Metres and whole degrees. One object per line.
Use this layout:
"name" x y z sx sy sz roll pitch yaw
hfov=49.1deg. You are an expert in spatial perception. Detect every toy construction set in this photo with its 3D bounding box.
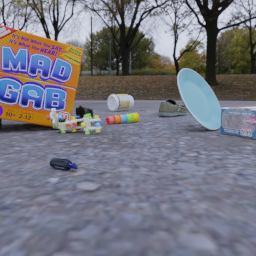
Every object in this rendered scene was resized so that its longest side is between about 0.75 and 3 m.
"toy construction set" -1.691 -0.144 8.606 1.629 0.751 1.068 9 4 -19

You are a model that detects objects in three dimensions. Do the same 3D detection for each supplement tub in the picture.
"supplement tub" -0.505 -1.778 19.645 1.620 1.172 1.172 -7 10 -41

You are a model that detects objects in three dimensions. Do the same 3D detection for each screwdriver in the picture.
"screwdriver" -0.713 0.638 4.355 1.348 0.196 0.188 8 11 32

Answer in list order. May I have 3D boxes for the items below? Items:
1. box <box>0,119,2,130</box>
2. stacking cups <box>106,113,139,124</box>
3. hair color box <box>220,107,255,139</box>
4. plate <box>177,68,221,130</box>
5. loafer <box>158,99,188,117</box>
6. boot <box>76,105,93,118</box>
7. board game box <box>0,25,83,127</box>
"box" -5.287 -0.049 8.476 1.977 0.486 2.047 0 7 8
"stacking cups" -0.235 -0.353 11.588 1.419 0.429 0.429 -9 11 -29
"hair color box" 4.344 -0.237 8.551 2.750 0.832 1.375 -4 7 -26
"plate" 2.410 -0.959 9.626 2.378 2.378 0.304 -8 -18 -48
"loafer" 2.565 -1.132 15.424 0.996 0.923 2.649 5 8 34
"boot" -2.097 -0.873 14.435 0.873 0.673 1.802 -5 7 -22
"board game box" -3.567 -1.665 10.084 2.790 2.790 2.792 9 2 -27
